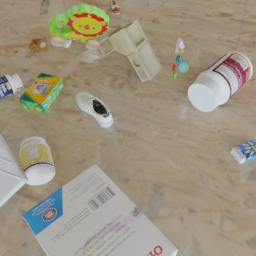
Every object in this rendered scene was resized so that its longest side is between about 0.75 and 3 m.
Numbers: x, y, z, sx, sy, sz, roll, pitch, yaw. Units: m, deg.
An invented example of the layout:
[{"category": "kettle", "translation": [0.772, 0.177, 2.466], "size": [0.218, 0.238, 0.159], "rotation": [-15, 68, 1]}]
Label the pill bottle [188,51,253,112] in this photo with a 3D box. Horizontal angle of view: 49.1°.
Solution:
[{"category": "pill bottle", "translation": [3.662, -1.841, 11.156], "size": [1.494, 1.494, 2.617], "rotation": [36, 59, 27]}]

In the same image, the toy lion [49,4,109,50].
[{"category": "toy lion", "translation": [-1.665, -3.473, 9.513], "size": [2.002, 1.919, 0.687], "rotation": [3, 75, -8]}]

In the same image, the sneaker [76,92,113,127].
[{"category": "sneaker", "translation": [-1.301, -0.912, 10.865], "size": [0.764, 0.741, 2.092], "rotation": [-36, 58, -26]}]

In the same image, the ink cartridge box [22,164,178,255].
[{"category": "ink cartridge box", "translation": [-0.657, 2.883, 6.756], "size": [2.129, 2.092, 2.892], "rotation": [-33, 57, -25]}]

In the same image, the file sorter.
[{"category": "file sorter", "translation": [-4.818, 0.992, 8.145], "size": [2.044, 1.834, 2.946], "rotation": [-44, 60, -2]}]

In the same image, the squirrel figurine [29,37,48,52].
[{"category": "squirrel figurine", "translation": [-4.495, -4.121, 13.704], "size": [0.821, 0.623, 0.880], "rotation": [31, 53, 32]}]

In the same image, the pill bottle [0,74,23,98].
[{"category": "pill bottle", "translation": [-5.119, -1.721, 11.543], "size": [1.378, 0.765, 0.765], "rotation": [-30, 56, -24]}]

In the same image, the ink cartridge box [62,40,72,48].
[{"category": "ink cartridge box", "translation": [-3.173, -4.393, 14.205], "size": [0.642, 0.225, 0.789], "rotation": [19, 45, 15]}]

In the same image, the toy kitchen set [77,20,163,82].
[{"category": "toy kitchen set", "translation": [-0.541, -2.818, 12.342], "size": [2.696, 2.433, 2.200], "rotation": [-10, 30, 48]}]

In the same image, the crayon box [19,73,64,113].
[{"category": "crayon box", "translation": [-3.495, -1.466, 11.486], "size": [1.029, 0.504, 1.732], "rotation": [14, 51, 12]}]

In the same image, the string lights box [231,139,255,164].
[{"category": "string lights box", "translation": [4.154, 0.801, 9.701], "size": [1.026, 0.302, 0.527], "rotation": [-19, 52, -16]}]

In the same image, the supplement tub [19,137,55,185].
[{"category": "supplement tub", "translation": [-2.963, 1.043, 9.058], "size": [0.985, 0.985, 1.355], "rotation": [-17, 51, -14]}]

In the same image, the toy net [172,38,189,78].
[{"category": "toy net", "translation": [1.942, -2.622, 10.421], "size": [0.311, 0.844, 1.609], "rotation": [12, 59, -10]}]

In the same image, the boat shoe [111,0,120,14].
[{"category": "boat shoe", "translation": [-0.753, -7.062, 16.322], "size": [0.428, 0.376, 1.203], "rotation": [-9, 52, -10]}]
